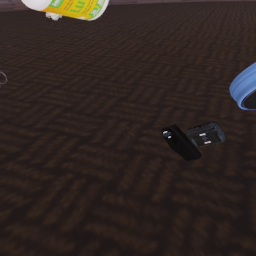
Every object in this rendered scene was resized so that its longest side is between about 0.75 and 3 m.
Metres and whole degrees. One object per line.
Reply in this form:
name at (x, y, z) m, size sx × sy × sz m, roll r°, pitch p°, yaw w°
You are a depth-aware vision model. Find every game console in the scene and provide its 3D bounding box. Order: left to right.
game console at (0.854, 0.156, 3.591) m, size 0.118 × 0.577 × 0.979 m, roll -49°, pitch 13°, yaw -28°

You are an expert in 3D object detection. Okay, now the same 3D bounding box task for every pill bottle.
pill bottle at (-1.307, -2.592, 4.989) m, size 1.037 × 1.037 × 1.868 m, roll 26°, pitch 24°, yaw 35°

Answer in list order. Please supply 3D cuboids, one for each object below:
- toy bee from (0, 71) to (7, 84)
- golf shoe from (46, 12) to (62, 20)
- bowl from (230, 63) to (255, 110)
toy bee at (-3.844, -1.224, 6.606) m, size 0.832 × 1.531 × 1.002 m, roll -27°, pitch 29°, yaw 45°
golf shoe at (-1.745, -3.326, 7.259) m, size 0.447 × 0.555 × 1.141 m, roll 18°, pitch 57°, yaw 1°
bowl at (3.135, -0.938, 5.452) m, size 2.160 × 2.160 × 0.424 m, roll -8°, pitch 72°, yaw -13°
